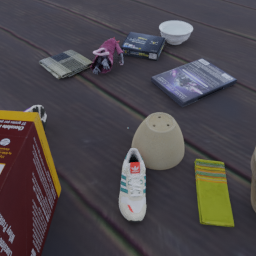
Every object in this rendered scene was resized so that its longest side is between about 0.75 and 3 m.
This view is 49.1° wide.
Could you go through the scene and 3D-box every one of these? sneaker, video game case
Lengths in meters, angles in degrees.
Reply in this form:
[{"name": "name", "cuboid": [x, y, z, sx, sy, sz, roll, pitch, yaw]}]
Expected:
[{"name": "sneaker", "cuboid": [-3.534, 0.178, 8.068, 1.156, 1.118, 2.772, 22, 49, 28]}, {"name": "video game case", "cuboid": [2.485, -1.809, 10.633, 2.646, 0.251, 1.890, -24, 49, -22]}, {"name": "sneaker", "cuboid": [0.112, 1.340, 6.981, 0.670, 0.890, 1.904, 1, 44, 0]}]

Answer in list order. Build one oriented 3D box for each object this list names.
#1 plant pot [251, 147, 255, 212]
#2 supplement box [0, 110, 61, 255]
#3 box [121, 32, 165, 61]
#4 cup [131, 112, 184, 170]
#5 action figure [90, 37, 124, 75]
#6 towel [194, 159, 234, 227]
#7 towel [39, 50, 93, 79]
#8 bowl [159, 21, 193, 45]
[{"name": "plant pot", "cuboid": [3.653, 1.352, 6.372, 1.992, 1.728, 1.992, 0, 44, 0]}, {"name": "supplement box", "cuboid": [-2.760, 1.541, 5.466, 1.840, 2.734, 2.772, 3, 45, 3]}, {"name": "box", "cuboid": [0.663, -3.603, 12.281, 1.678, 0.428, 1.323, 14, 49, 12]}, {"name": "cup", "cuboid": [0.888, 0.225, 7.953, 1.571, 1.124, 1.571, 0, 44, 0]}, {"name": "action figure", "cuboid": [-0.891, -3.071, 11.193, 1.288, 1.432, 1.923, 11, 59, 19]}, {"name": "towel", "cuboid": [2.194, 1.600, 7.237, 0.817, 0.171, 1.899, 3, 45, 5]}, {"name": "towel", "cuboid": [-2.516, -2.619, 11.504, 1.633, 0.293, 1.696, -31, 50, -32]}, {"name": "bowl", "cuboid": [2.165, -4.297, 12.842, 1.524, 0.685, 1.524, 0, 44, 0]}]
